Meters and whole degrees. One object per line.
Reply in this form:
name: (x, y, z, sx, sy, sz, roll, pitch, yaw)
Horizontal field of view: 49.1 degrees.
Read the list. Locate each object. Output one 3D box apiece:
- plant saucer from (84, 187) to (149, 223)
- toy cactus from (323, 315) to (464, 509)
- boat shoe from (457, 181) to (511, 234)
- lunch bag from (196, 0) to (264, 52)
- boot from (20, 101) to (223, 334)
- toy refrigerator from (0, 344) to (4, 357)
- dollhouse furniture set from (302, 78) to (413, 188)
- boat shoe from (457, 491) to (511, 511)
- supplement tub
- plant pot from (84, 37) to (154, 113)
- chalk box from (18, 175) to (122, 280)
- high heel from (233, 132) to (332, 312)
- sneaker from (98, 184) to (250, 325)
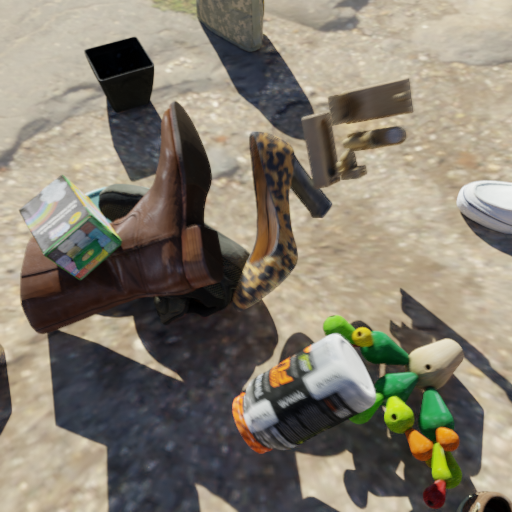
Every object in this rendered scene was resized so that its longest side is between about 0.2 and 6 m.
plant saucer: (-2.668, -0.394, 10.658, 2.786, 0.382, 2.786, 0, 54, 0)
toy cactus: (2.246, 2.041, 8.488, 2.424, 1.502, 2.937, -21, 53, -34)
boat shoe: (5.551, -1.017, 10.671, 3.157, 1.054, 1.161, 14, 55, 10)
lunch bag: (-0.518, -6.519, 14.127, 1.352, 1.886, 2.300, -29, 60, -18)
boot: (-2.445, -0.613, 9.183, 3.512, 1.128, 3.273, -15, 69, 18)
toy refrigerator: (-4.711, 2.001, 8.751, 0.594, 0.645, 1.699, 11, 56, 8)
dollhouse furniture set: (1.770, -2.060, 9.403, 1.269, 1.482, 1.558, -1, 17, 38)
boat shoe: (2.908, 4.331, 6.810, 1.052, 1.054, 2.848, 4, 54, 3)
supplement tub: (0.620, 1.907, 7.585, 1.751, 1.073, 1.073, -33, 55, 15)
plant pot: (-3.045, -4.077, 12.850, 1.264, 1.121, 1.261, -22, 58, -15)
chalk box: (-2.692, -0.326, 8.336, 0.897, 0.892, 1.442, -40, 57, -3)
high heel: (-0.040, -0.606, 9.054, 0.962, 1.921, 2.695, -3, 46, 56)
sneaker: (-1.660, 0.008, 9.610, 3.022, 1.155, 1.731, 34, 59, -1)
